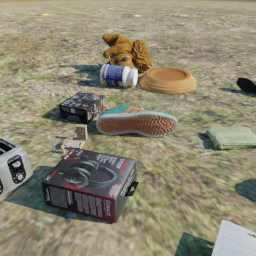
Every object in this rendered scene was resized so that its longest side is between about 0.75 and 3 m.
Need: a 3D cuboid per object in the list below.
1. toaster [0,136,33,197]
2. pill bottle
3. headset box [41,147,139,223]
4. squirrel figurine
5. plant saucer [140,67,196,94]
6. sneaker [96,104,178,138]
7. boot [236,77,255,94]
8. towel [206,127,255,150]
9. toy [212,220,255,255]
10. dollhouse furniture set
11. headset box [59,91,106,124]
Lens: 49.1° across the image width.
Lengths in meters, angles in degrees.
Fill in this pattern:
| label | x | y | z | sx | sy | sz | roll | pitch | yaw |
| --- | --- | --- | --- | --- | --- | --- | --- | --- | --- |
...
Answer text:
| label | x | y | z | sx | sy | sz | roll | pitch | yaw |
| --- | --- | --- | --- | --- | --- | --- | --- | --- | --- |
| toaster | -3.152 | 0.894 | 6.433 | 1.447 | 0.859 | 1.308 | 20 | 35 | 32 |
| pill bottle | -0.373 | -2.194 | 11.780 | 1.459 | 0.844 | 0.844 | 8 | 31 | 15 |
| headset box | -0.691 | 1.184 | 6.086 | 1.824 | 0.704 | 1.358 | 8 | 31 | 17 |
| squirrel figurine | 0.012 | -3.283 | 12.976 | 2.357 | 1.668 | 2.200 | -6 | 36 | -7 |
| plant saucer | 1.735 | -2.137 | 12.089 | 2.430 | 0.455 | 2.430 | 0 | 31 | 0 |
| sneaker | 0.287 | -0.322 | 8.526 | 2.417 | 0.863 | 0.966 | 2 | 35 | 7 |
| boot | 5.203 | -1.718 | 11.399 | 1.379 | 0.534 | 0.954 | 35 | 39 | 26 |
| towel | 3.044 | 0.262 | 8.134 | 1.362 | 0.248 | 1.010 | -3 | 29 | -5 |
| toy | 1.743 | 2.402 | 4.237 | 1.107 | 0.454 | 1.923 | 17 | 34 | 23 |
| dollhouse furniture set | -1.535 | 0.351 | 7.763 | 0.549 | 0.469 | 1.059 | 5 | 31 | 8 |
| headset box | -1.485 | -0.764 | 9.606 | 1.062 | 0.551 | 1.427 | 12 | 31 | 20 |
